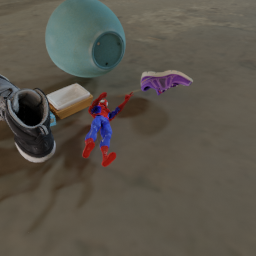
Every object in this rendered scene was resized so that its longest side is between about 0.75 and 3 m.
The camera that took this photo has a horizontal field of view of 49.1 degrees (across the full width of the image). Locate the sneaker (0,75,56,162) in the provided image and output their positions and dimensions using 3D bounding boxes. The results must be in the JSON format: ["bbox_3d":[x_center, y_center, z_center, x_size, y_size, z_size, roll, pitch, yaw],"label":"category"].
[{"bbox_3d":[-2.749,-0.634,6.927,1.109,1.673,2.940,-32,74,-32],"label":"sneaker"}]

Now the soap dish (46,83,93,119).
[{"bbox_3d":[-1.914,-0.872,9.053,1.297,0.527,1.020,-29,45,-26],"label":"soap dish"}]

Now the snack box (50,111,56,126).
[{"bbox_3d":[-3.097,-0.492,8.777,1.062,0.339,1.827,-20,39,-27],"label":"snack box"}]

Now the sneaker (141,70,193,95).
[{"bbox_3d":[1.315,-1.512,9.680,1.881,0.785,0.759,3,-9,32],"label":"sneaker"}]

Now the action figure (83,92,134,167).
[{"bbox_3d":[-0.518,-0.346,7.493,0.898,1.362,2.751,30,22,-19],"label":"action figure"}]

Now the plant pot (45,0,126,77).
[{"bbox_3d":[-1.224,-3.078,10.248,2.948,2.948,1.986,-22,40,-29],"label":"plant pot"}]
